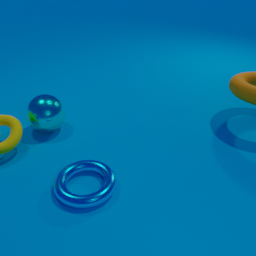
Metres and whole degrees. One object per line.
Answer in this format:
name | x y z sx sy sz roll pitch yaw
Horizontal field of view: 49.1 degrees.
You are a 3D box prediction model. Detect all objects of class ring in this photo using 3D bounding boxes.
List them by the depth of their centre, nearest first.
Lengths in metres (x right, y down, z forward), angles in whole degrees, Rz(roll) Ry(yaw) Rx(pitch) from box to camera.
ring | -0.819 1.046 5.399 1.207 0.241 1.207 0 34 0
ring | 3.575 -0.948 6.926 2.070 0.414 2.070 3 27 -1

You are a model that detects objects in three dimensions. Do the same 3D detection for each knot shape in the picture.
knot shape | -3.100 0.045 6.125 1.518 0.750 1.623 16 10 -3

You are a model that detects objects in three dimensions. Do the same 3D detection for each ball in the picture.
ball | -2.015 -0.359 6.879 0.941 0.941 0.941 0 34 0
